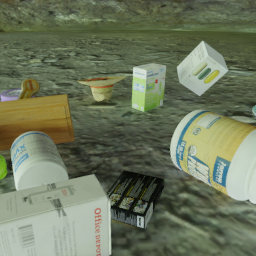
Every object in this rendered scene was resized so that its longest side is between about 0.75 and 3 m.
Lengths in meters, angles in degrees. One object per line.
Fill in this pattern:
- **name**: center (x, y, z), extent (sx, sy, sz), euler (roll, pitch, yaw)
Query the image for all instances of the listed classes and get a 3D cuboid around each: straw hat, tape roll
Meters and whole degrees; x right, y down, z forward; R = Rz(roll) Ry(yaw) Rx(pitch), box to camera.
- **straw hat**: center (-1.051, -1.576, 11.462), extent (2.130, 0.901, 2.130), euler (-4, 14, 1)
- **tape roll**: center (-4.448, -1.244, 11.321), extent (1.244, 0.408, 1.244), euler (1, 24, 0)

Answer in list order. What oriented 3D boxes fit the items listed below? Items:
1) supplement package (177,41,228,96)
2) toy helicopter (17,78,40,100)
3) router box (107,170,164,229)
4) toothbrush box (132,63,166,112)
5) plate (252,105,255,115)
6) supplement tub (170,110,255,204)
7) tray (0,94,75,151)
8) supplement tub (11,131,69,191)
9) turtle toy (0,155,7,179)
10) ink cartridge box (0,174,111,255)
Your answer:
- **supplement package**: center (2.883, -2.320, 11.006), extent (1.134, 1.494, 1.126), euler (28, 39, -22)
- **toy helicopter**: center (-3.030, -0.466, 8.086), extent (1.517, 0.905, 2.294), euler (21, 59, -13)
- **router box**: center (0.105, 1.338, 5.498), extent (0.933, 0.319, 1.251), euler (9, 25, 21)
- **toothbrush box**: center (0.780, -1.537, 10.517), extent (0.677, 1.572, 1.145), euler (23, 31, 40)
- **plate**: center (5.924, -0.612, 9.953), extent (2.747, 0.351, 2.747), euler (-1, 23, 0)
- **supplement tub**: center (2.080, 0.558, 5.826), extent (1.485, 1.485, 2.053), euler (-18, 30, -35)
- **tray**: center (-2.653, -0.078, 6.951), extent (2.464, 1.215, 0.456), euler (-7, 37, -7)
- **supplement tub**: center (-1.909, 0.780, 5.934), extent (1.010, 1.010, 1.531), euler (-10, 25, -22)
- **turtle toy**: center (-3.674, 0.734, 5.921), extent (2.116, 1.070, 1.542), euler (4, 47, 1)
- **ink cartridge box**: center (-1.131, 1.483, 4.063), extent (1.642, 1.203, 0.680), euler (-9, 26, -21)
